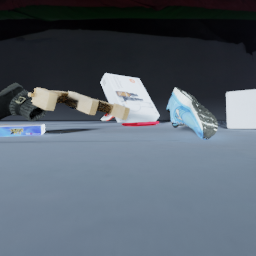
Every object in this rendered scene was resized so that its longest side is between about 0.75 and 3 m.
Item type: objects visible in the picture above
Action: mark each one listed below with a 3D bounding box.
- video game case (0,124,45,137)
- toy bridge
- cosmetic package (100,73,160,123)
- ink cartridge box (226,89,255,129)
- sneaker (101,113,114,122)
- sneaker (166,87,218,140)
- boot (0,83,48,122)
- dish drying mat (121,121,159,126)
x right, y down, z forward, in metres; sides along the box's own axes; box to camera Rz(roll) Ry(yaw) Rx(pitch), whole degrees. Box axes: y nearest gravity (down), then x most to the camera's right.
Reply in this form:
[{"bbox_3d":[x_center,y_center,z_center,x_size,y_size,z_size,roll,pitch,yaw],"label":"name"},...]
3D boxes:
[{"bbox_3d":[-1.803,0.033,4.624,0.791,0.180,0.717,-2,4,-12],"label":"video game case"},{"bbox_3d":[-1.084,-0.569,6.359,0.899,0.364,2.675,23,10,35],"label":"toy bridge"},{"bbox_3d":[0.058,-1.339,12.730,1.935,2.567,0.663,3,-43,-35],"label":"cosmetic package"},{"bbox_3d":[3.799,-0.489,7.175,2.280,0.961,1.664,-3,2,-45],"label":"ink cartridge box"},{"bbox_3d":[-0.586,-0.522,9.100,0.769,0.412,0.257,-24,31,-15],"label":"sneaker"},{"bbox_3d":[0.861,-0.134,3.955,0.416,0.477,1.060,20,25,-28],"label":"sneaker"},{"bbox_3d":[-3.709,-0.523,9.077,1.495,1.999,0.752,33,-25,15],"label":"boot"},{"bbox_3d":[0.494,-0.144,10.216,0.663,0.157,1.727,-1,2,31],"label":"dish drying mat"}]
